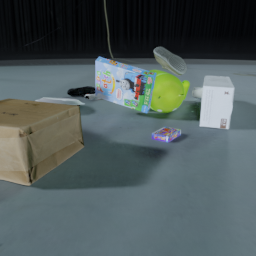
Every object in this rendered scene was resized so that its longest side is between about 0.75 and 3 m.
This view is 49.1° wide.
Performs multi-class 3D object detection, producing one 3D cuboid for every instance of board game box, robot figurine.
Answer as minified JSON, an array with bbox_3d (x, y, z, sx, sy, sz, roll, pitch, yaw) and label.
[{"bbox_3d":[-0.158,-1.595,10.535,2.223,1.681,0.407,19,46,12],"label":"board game box"},{"bbox_3d":[1.363,-1.614,12.090,2.507,1.653,2.857,-9,19,-11],"label":"robot figurine"},{"bbox_3d":[1.214,0.191,8.793,0.581,0.193,0.863,12,21,33],"label":"board game box"}]

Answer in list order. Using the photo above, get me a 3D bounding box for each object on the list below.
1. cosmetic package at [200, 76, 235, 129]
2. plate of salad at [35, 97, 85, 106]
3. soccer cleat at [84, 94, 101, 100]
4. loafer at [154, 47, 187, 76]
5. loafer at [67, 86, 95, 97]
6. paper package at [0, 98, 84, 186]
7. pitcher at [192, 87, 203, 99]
[{"bbox_3d":[3.354,-1.099,10.742,1.101,1.511,2.973,6,17,16],"label":"cosmetic package"},{"bbox_3d":[-2.942,-1.025,12.183,2.121,0.509,2.121,5,8,-1],"label":"plate of salad"},{"bbox_3d":[-1.784,-1.578,14.293,0.989,0.339,0.421,5,28,22],"label":"soccer cleat"},{"bbox_3d":[1.835,-2.834,12.141,0.681,0.631,1.811,-34,63,-16],"label":"loafer"},{"bbox_3d":[-2.500,-1.928,15.072,1.569,0.533,0.551,-3,20,8],"label":"loafer"},{"bbox_3d":[-2.740,0.174,6.978,2.541,1.315,2.422,6,18,21],"label":"paper package"},{"bbox_3d":[4.160,-1.709,13.953,1.257,0.888,1.465,4,5,-32],"label":"pitcher"}]
